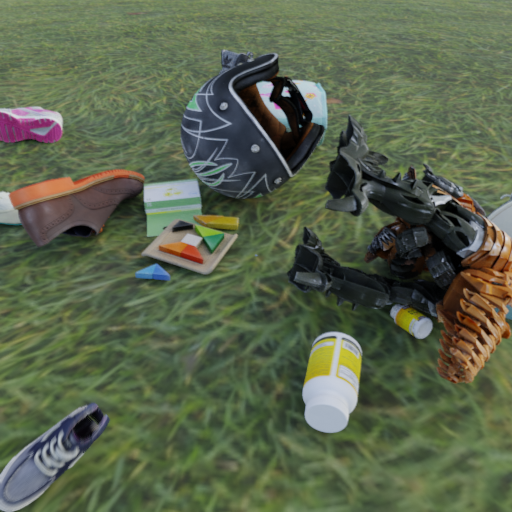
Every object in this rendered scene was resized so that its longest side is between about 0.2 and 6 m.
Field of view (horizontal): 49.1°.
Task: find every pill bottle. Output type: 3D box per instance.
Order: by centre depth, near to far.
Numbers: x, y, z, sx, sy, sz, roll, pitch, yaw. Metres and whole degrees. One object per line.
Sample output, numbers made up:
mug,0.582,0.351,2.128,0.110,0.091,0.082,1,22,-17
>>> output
pill bottle,1.018,1.696,7.542,0.718,0.718,1.276,8,35,11
pill bottle,2.434,1.012,8.850,0.357,0.357,0.653,-17,29,-24

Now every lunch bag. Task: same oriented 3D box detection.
lunch bag,0.750,-3.759,14.940,2.206,1.579,2.590,1,28,0

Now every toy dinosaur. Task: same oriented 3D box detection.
toy dinosaur,2.711,-0.181,8.719,3.791,2.853,5.586,20,7,0

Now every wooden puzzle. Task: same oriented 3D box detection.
wooden puzzle,-1.253,-0.258,10.756,1.591,0.276,2.358,9,36,9

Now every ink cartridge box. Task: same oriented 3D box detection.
ink cartridge box,-1.767,-1.057,11.919,1.209,0.398,1.662,-7,34,-7

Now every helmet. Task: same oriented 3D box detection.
helmet,-0.231,-2.623,12.091,2.972,2.972,2.833,24,61,31

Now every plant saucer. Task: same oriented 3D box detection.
plant saucer,4.568,0.511,9.691,1.707,0.307,1.707,0,34,0

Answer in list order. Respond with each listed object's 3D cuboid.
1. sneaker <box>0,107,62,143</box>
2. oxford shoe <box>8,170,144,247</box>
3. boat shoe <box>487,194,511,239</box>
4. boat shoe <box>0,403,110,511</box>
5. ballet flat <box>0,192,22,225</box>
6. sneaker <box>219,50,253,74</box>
sneaker,-6.351,-3.659,15.497,2.165,0.881,0.955,7,33,-4
oxford shoe,-3.437,-1.003,11.449,1.190,1.213,3.344,-13,8,33
boat shoe,5.568,-1.001,11.264,2.332,0.873,0.721,-29,15,1
boat shoe,-2.346,2.274,6.486,0.551,0.685,1.477,46,52,-4
ballet flat,-5.480,-1.039,11.694,1.975,0.686,0.686,2,34,3
sneaker,-1.032,-5.378,17.221,1.113,1.679,2.950,24,41,31
